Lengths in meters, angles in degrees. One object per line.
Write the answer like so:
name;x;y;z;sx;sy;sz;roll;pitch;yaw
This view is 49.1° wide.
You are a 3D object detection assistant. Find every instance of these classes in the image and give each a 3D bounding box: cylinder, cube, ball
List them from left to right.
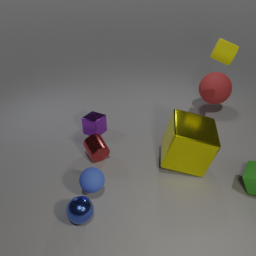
ball;-1.227;2.096;7.173;0.700;0.700;0.700;0;31;0
ball;-0.991;1.431;7.720;0.700;0.700;0.700;0;31;0
cube;-1.313;-0.155;10.992;0.700;0.700;0.700;16;35;27
cylinder;-1.066;0.673;9.469;0.700;0.700;0.700;-17;54;-26
cube;1.915;0.464;8.885;1.400;1.400;1.400;14;38;-3
ball;3.804;-1.737;12.222;1.400;1.400;1.400;0;31;0
cylinder;3.299;-2.605;9.591;0.700;0.700;0.700;27;36;6
cube;3.721;1.412;7.850;0.700;0.700;0.700;-2;36;41
